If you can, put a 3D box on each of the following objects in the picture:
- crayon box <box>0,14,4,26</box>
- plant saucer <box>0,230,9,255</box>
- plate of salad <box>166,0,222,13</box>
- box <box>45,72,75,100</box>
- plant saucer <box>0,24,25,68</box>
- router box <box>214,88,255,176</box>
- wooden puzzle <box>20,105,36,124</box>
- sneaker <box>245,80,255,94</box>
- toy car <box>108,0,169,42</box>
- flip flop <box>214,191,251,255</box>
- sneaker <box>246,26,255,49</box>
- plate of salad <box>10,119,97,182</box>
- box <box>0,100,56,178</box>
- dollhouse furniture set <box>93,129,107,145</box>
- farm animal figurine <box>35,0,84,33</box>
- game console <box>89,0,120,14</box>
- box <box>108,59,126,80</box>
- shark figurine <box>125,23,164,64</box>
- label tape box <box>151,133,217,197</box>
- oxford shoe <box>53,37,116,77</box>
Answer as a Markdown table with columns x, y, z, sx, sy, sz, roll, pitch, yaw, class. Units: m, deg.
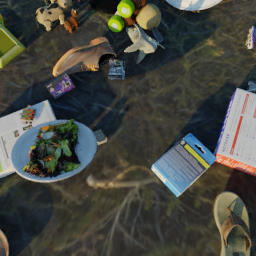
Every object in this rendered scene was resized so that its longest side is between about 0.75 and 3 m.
| x | y | z | sx | sy | sz | roll | pitch | yaw | class |
| --- | --- | --- | --- | --- | --- | --- | --- | --- | --- |
| -6.250 | -4.014 | 11.772 | 1.950 | 0.569 | 1.683 | -15 | 64 | -7 | crayon box |
| -4.386 | 3.792 | 8.242 | 1.837 | 0.316 | 1.837 | 0 | 64 | 0 | plant saucer |
| 3.078 | -6.344 | 12.805 | 2.979 | 0.716 | 2.979 | -5 | 63 | 9 | plate of salad |
| -2.547 | -1.590 | 10.497 | 0.901 | 0.636 | 0.355 | -35 | 29 | -7 | box |
| -5.125 | -3.375 | 11.289 | 1.365 | 0.327 | 1.367 | 45 | 70 | -10 | plant saucer |
| 4.564 | 0.243 | 9.697 | 2.502 | 0.681 | 2.788 | 22 | 67 | 10 | router box |
| -3.513 | -0.463 | 9.854 | 0.448 | 0.053 | 0.755 | 6 | 64 | 1 | wooden puzzle |
| 4.673 | -1.551 | 10.774 | 0.939 | 0.352 | 0.542 | -14 | 60 | -18 | sneaker |
| 0.674 | -4.581 | 11.742 | 2.263 | 1.786 | 1.859 | 34 | 58 | -12 | toy car |
| 3.160 | 3.181 | 8.276 | 1.067 | 0.758 | 2.632 | 5 | 65 | 3 | flip flop |
| 5.295 | -3.796 | 11.746 | 0.490 | 0.473 | 1.173 | 21 | 66 | 3 | sneaker |
| -2.296 | 0.517 | 8.656 | 2.663 | 0.640 | 2.663 | 0 | 42 | 0 | plate of salad |
| -3.751 | 0.391 | 9.753 | 2.789 | 0.507 | 2.013 | -22 | 67 | -11 | box |
| -1.291 | 0.500 | 9.876 | 1.064 | 0.411 | 0.532 | -21 | 58 | -30 | dollhouse furniture set |
| -2.930 | -5.457 | 12.085 | 1.968 | 1.225 | 2.437 | 1 | 65 | 1 | farm animal figurine |
| -0.727 | -6.117 | 12.934 | 1.300 | 0.266 | 2.204 | 28 | 67 | 12 | game console |
| -0.432 | -2.337 | 11.167 | 0.683 | 0.215 | 0.866 | 3 | 65 | -1 | box |
| 0.572 | -3.066 | 10.887 | 1.768 | 2.959 | 1.235 | 30 | 108 | -14 | shark figurine |
| 1.856 | 1.201 | 9.319 | 1.777 | 0.587 | 1.273 | -38 | 71 | -18 | label tape box |
| -1.666 | -2.610 | 10.936 | 2.627 | 0.937 | 0.958 | -35 | 74 | -15 | oxford shoe |
